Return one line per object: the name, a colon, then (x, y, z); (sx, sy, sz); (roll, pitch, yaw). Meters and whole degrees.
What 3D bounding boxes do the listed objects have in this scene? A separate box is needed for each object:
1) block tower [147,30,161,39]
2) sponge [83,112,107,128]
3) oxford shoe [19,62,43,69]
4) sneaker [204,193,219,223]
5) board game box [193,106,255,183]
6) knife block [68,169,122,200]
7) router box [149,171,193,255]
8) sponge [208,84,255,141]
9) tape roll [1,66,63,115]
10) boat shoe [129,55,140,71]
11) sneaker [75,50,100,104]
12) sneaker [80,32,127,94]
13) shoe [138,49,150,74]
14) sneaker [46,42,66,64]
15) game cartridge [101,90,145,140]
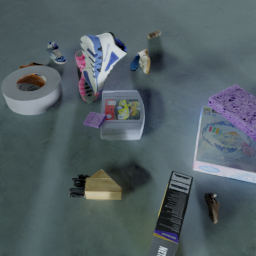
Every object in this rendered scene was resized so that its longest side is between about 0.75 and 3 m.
block tower: (1.532, -5.546, 16.648); (0.902, 0.261, 0.244); (-28, 53, -26)
sponge: (-1.344, -0.332, 11.335); (1.084, 0.162, 0.605); (12, 65, 47)
oxford shoe: (-4.907, -3.141, 14.229); (1.286, 0.458, 0.459); (-1, 48, 2)
sneaker: (2.760, 2.510, 8.917); (0.394, 0.367, 1.042); (0, 47, -5)
board game box: (4.092, 0.579, 10.548); (2.933, 0.636, 2.918); (11, 48, 11)
knife block: (-1.146, 2.081, 9.234); (1.360, 0.496, 1.549); (-35, 56, -28)
router box: (1.088, 2.583, 7.480); (0.612, 2.344, 1.843); (15, 48, 12)
sponge: (4.716, -0.546, 10.860); (1.635, 0.437, 2.930); (-25, 51, -23)
tape roll: (-4.252, -1.744, 12.621); (2.555, 0.844, 2.555); (1, 46, -1)
boat shoe: (0.429, -3.249, 14.367); (0.519, 0.423, 1.232); (21, 51, 9)
sneaker: (-1.913, -2.261, 13.048); (1.047, 1.264, 2.651); (-2, 70, -18)
sneaker: (-0.774, -2.395, 10.041); (1.517, 2.626, 1.061); (-29, 68, -20)
shoe: (0.800, -3.367, 14.279); (0.563, 0.737, 2.107); (-1, 38, 0)
sneaker: (-3.767, -4.004, 14.690); (0.525, 0.953, 1.302); (-34, 55, -28)
game cartridge: (-0.217, -0.632, 11.826); (1.812, 0.557, 2.723); (1, 46, -5)
